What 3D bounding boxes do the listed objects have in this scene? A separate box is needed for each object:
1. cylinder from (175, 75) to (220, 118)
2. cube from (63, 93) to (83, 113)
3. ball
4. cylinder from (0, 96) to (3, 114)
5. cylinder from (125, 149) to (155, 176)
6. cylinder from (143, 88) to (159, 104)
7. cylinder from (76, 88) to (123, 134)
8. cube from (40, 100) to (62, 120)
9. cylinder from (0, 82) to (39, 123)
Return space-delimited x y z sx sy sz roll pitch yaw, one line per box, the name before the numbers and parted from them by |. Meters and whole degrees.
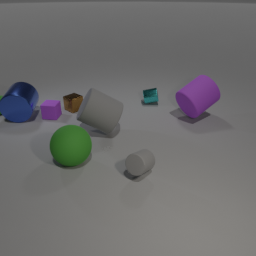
cylinder | 3.059 -1.386 12.324 1.400 1.400 1.400 -37 39 -12
cube | -2.641 -1.222 13.592 0.700 0.700 0.700 23 36 38
ball | -1.926 0.589 9.472 1.400 1.400 1.400 0 28 0
cylinder | -6.068 -1.088 13.164 0.700 0.700 0.700 -2 25 1
cylinder | 0.390 1.066 8.731 0.700 0.700 0.700 17 17 29
cylinder | 1.155 -1.628 14.148 0.700 0.700 0.700 -9 27 10
cylinder | -1.111 -0.669 11.069 1.400 1.400 1.400 25 22 -18
cube | -3.520 -0.836 12.848 0.700 0.700 0.700 4 28 7
cylinder | -4.878 -1.179 12.633 1.400 1.400 1.400 -1 32 -2
